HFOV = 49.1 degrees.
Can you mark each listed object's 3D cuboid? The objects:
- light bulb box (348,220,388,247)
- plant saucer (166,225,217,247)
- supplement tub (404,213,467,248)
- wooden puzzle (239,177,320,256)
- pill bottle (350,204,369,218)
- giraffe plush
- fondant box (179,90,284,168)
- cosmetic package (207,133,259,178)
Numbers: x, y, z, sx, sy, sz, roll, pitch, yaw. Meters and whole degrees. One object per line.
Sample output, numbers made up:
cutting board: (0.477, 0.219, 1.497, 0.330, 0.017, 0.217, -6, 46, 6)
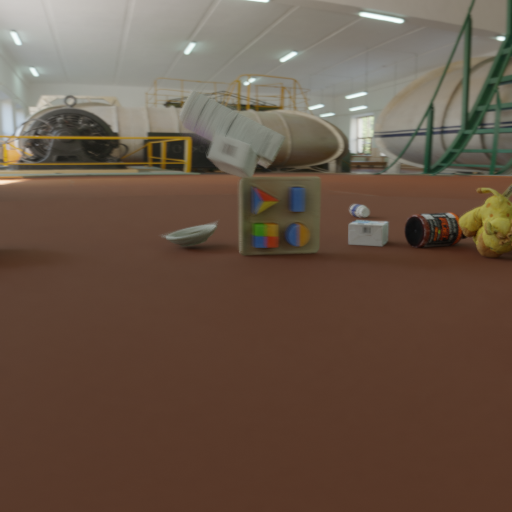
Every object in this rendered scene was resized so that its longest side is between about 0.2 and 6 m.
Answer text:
light bulb box: (2.325, -0.471, 11.563, 0.707, 0.445, 0.713, 4, 11, 22)
plant saucer: (-1.254, -0.375, 11.053, 1.016, 0.255, 1.016, -11, 11, 2)
supplement tub: (3.680, -0.530, 11.274, 1.272, 0.680, 0.680, -5, 12, -23)
wooden puzzle: (0.458, -0.708, 10.139, 1.542, 1.428, 0.357, -3, 12, -12)
pill bottle: (2.994, -1.282, 16.127, 0.366, 0.366, 0.660, -3, 11, -15)
giraffe plush: (4.367, -0.438, 10.047, 1.250, 1.449, 1.175, 12, 45, 10)
fondant box: (-0.467, -2.384, 10.768, 1.893, 0.551, 1.366, 27, 2, -4)
cosmetic package: (-0.389, -1.738, 9.936, 0.660, 0.474, 1.169, 20, -1, 10)
